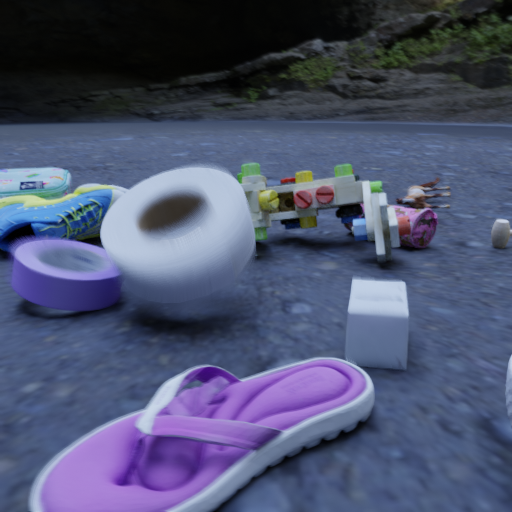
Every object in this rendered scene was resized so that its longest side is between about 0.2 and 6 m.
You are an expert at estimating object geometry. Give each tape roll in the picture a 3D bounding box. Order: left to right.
[{"bbox_3d":[-2.306,0.216,6.920,1.285,0.422,1.285,14,17,-4],"label":"tape roll"},{"bbox_3d":[-0.878,-0.276,6.462,1.710,0.598,1.710,-8,44,7],"label":"tape roll"}]

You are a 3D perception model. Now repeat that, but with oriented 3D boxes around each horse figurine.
[{"bbox_3d":[3.804,-1.362,12.683,1.121,0.422,1.691,0,23,20],"label":"horse figurine"}]

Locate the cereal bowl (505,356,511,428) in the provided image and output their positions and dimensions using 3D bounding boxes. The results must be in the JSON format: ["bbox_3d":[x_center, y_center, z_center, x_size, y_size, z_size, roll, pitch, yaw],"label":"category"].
[{"bbox_3d":[2.544,1.187,3.505,1.874,0.781,1.874,0,17,0],"label":"cereal bowl"}]

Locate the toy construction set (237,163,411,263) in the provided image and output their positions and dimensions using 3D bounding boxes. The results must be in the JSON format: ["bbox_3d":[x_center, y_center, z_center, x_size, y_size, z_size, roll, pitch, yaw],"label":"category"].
[{"bbox_3d":[0.837,-0.825,8.982,3.249,1.497,2.131,8,3,12],"label":"toy construction set"}]

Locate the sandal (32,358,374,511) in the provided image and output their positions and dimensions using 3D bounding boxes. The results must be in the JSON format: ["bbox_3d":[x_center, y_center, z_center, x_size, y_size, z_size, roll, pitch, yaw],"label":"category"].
[{"bbox_3d":[-0.266,1.099,4.008,2.684,0.660,1.092,-13,21,-37],"label":"sandal"}]

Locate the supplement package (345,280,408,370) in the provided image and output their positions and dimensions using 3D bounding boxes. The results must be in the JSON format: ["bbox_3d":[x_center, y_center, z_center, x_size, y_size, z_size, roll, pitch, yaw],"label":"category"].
[{"bbox_3d":[1.220,0.659,5.649,0.573,0.574,0.979,3,17,11],"label":"supplement package"}]

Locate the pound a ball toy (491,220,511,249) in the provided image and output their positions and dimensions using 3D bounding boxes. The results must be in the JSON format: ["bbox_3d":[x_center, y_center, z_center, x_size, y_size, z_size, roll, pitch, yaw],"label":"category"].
[{"bbox_3d":[4.919,-0.579,8.849,1.973,0.838,1.286,-15,22,-7],"label":"pound a ball toy"}]

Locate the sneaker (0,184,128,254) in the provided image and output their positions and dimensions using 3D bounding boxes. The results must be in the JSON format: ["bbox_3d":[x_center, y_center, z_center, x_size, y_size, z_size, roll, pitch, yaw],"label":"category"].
[{"bbox_3d":[-3.106,-0.471,9.228,2.541,0.962,1.335,-11,33,-17],"label":"sneaker"}]

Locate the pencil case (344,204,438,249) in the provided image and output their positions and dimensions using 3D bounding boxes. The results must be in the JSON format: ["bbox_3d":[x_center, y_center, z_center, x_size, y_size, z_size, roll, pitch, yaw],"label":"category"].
[{"bbox_3d":[2.302,-0.608,9.724,0.701,0.733,1.693,15,5,-38],"label":"pencil case"}]

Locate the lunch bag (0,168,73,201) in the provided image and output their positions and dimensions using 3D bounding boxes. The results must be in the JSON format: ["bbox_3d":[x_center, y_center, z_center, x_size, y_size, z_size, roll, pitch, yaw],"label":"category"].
[{"bbox_3d":[-4.593,-1.050,10.671,2.092,1.006,2.609,-4,17,-14],"label":"lunch bag"}]
